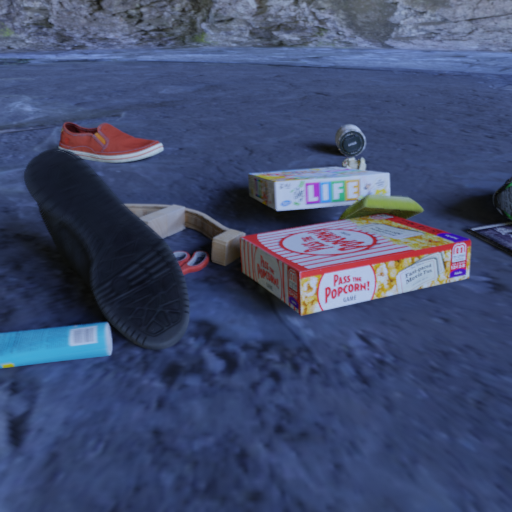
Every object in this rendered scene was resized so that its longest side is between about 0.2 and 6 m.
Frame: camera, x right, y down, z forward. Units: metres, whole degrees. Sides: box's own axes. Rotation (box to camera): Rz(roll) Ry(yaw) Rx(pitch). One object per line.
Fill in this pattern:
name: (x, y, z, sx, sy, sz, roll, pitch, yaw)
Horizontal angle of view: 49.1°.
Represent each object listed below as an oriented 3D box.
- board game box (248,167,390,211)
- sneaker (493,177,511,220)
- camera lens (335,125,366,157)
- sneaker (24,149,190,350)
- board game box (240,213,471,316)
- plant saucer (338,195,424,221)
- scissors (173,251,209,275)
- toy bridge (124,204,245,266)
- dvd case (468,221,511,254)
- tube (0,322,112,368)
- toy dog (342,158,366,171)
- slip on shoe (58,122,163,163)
board game box: (1.008, -1.292, 10.358, 1.925, 0.490, 2.863, -5, 12, -9)
sneaker: (4.996, -1.083, 10.480, 2.342, 0.914, 0.998, -10, 16, -43)
camera lens: (2.446, -3.020, 14.630, 0.719, 0.719, 0.898, 0, 24, 0)
sneaker: (-2.054, -0.113, 7.601, 1.081, 1.877, 3.599, -35, 75, -17)
board game box: (1.330, 0.021, 7.962, 2.603, 0.603, 1.972, -10, 18, -22)
plant saucer: (1.931, -0.729, 8.845, 1.026, 0.246, 1.024, 2, -11, -15)
scissors: (-1.200, 0.295, 8.216, 0.652, 0.124, 1.782, 7, 24, 11)
toy bridge: (-1.610, -0.550, 9.657, 3.296, 0.449, 1.108, 14, 25, 27)
dvd case: (4.410, -0.275, 9.468, 0.973, 0.105, 1.309, -9, 27, -19)
tube: (-2.447, 1.026, 6.397, 1.524, 0.384, 0.590, -5, 27, -6)
toy dog: (2.285, -2.159, 13.215, 0.542, 0.378, 0.526, 14, 16, 29)
slip on shoe: (-3.736, -2.906, 14.224, 2.840, 0.869, 1.052, 9, 25, 14)
